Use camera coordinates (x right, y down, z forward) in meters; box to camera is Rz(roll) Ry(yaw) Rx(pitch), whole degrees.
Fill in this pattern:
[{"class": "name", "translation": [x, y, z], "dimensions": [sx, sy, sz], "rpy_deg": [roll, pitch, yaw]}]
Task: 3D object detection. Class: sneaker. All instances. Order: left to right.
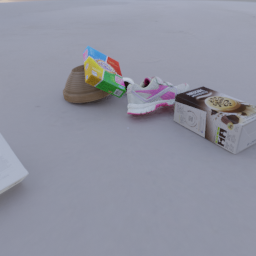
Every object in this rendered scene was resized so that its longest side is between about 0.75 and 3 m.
[{"class": "sneaker", "translation": [0.099, -1.724, 11.011], "dimensions": [0.618, 0.531, 1.459], "rpy_deg": [-21, 34, -27]}, {"class": "sneaker", "translation": [1.024, -1.228, 9.272], "dimensions": [2.473, 1.091, 1.006], "rpy_deg": [-18, 11, -27]}]

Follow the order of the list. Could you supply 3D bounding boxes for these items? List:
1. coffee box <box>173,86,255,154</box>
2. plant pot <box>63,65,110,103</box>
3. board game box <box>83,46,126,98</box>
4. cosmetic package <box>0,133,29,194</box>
[{"class": "coffee box", "translation": [2.621, -0.339, 8.197], "dimensions": [1.324, 0.935, 2.343], "rpy_deg": [-21, 36, -31]}, {"class": "plant pot", "translation": [-1.477, -1.783, 10.382], "dimensions": [2.070, 0.956, 2.070], "rpy_deg": [-9, 29, 5]}, {"class": "board game box", "translation": [-0.838, -1.938, 9.589], "dimensions": [1.362, 0.359, 1.780], "rpy_deg": [21, 37, -31]}, {"class": "cosmetic package", "translation": [-3.558, 0.830, 5.397], "dimensions": [2.501, 0.646, 1.886], "rpy_deg": [-33, 88, -44]}]
